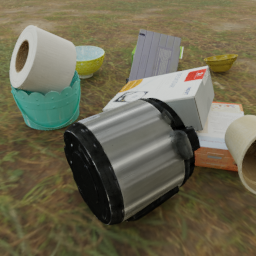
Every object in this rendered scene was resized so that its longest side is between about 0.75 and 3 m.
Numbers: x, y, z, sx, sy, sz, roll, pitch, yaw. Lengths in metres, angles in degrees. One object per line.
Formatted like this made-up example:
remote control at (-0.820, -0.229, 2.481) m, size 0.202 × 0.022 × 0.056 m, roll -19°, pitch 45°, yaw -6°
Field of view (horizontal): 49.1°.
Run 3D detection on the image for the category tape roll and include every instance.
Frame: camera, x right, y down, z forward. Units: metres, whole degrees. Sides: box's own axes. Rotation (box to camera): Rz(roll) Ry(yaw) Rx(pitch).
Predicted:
tape roll at (-2.889, -2.177, 9.434) m, size 1.432 × 2.085 × 2.085 m, roll 13°, pitch 20°, yaw -42°

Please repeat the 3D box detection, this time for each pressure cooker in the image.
pressure cooker at (0.197, 0.605, 6.688) m, size 2.847 × 2.543 × 2.504 m, roll -24°, pitch 49°, yaw -27°

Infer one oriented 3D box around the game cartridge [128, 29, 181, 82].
game cartridge at (1.086, -2.494, 11.433) m, size 1.858 × 0.550 × 2.866 m, roll 14°, pitch 78°, yaw -5°

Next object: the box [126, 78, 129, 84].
box at (0.447, -1.930, 12.155) m, size 0.590 × 0.679 × 1.028 m, roll 22°, pitch 41°, yaw 34°

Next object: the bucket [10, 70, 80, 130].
bucket at (-2.863, -1.105, 10.168) m, size 2.404 × 1.564 × 2.404 m, roll -1°, pitch 35°, yaw 1°

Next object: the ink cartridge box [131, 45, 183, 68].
ink cartridge box at (1.518, -3.584, 14.374) m, size 2.456 × 0.931 × 1.816 m, roll 8°, pitch 34°, yaw 9°

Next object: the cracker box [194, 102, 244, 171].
cracker box at (2.748, 0.119, 9.024) m, size 1.880 × 0.810 × 2.807 m, roll 7°, pitch 34°, yaw 12°

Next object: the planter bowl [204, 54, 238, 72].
planter bowl at (4.593, -3.160, 13.828) m, size 1.610 × 0.670 × 1.610 m, roll -8°, pitch 20°, yaw 3°

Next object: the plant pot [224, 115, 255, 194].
plant pot at (2.948, 0.427, 6.224) m, size 1.619 × 1.619 × 1.482 m, roll -2°, pitch 21°, yaw -3°

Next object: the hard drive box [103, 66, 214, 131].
hard drive box at (1.077, -0.835, 9.166) m, size 2.993 × 1.150 × 2.333 m, roll -6°, pitch 29°, yaw 28°

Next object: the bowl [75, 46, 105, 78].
bowl at (-2.133, -3.065, 13.415) m, size 2.107 × 1.134 × 2.107 m, roll -1°, pitch 35°, yaw 1°
